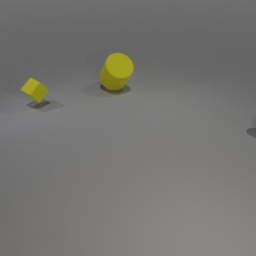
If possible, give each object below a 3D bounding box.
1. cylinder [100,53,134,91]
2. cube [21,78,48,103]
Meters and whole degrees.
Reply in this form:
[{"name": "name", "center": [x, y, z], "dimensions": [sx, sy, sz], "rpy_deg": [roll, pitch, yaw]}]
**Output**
[{"name": "cylinder", "center": [-0.588, -2.784, 14.018], "dimensions": [1.400, 1.400, 1.400], "rpy_deg": [6, 70, -16]}, {"name": "cube", "center": [-4.126, -1.660, 12.404], "dimensions": [0.700, 0.700, 0.700], "rpy_deg": [27, 77, 31]}]
